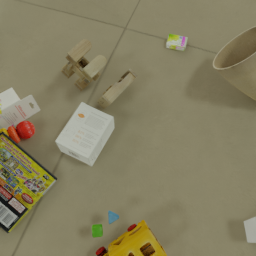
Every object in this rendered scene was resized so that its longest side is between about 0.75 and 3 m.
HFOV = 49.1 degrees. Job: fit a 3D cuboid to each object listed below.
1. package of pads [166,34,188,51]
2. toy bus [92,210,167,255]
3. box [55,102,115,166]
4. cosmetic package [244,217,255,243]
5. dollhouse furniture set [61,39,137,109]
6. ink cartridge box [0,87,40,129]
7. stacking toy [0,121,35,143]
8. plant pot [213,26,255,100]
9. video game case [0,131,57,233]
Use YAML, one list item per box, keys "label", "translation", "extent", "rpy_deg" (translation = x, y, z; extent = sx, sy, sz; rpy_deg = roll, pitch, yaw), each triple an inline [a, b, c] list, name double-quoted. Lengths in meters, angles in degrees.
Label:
- label: "package of pads"
  translation: [2.317, -4.065, 13.334]
  extent: [0.925, 0.316, 0.715]
  rpy_deg: [14, 64, 7]
- label: "toy bus"
  translation: [-0.073, 3.987, 8.468]
  extent: [2.373, 1.300, 2.515]
  rpy_deg: [9, 84, -2]
- label: "box"
  translation: [-1.595, 0.238, 10.847]
  extent: [1.461, 1.020, 1.919]
  rpy_deg: [25, 67, 12]
- label: "cosmetic package"
  translation: [5.140, 3.375, 9.309]
  extent: [2.111, 1.071, 0.752]
  rpy_deg: [-1, 64, -1]
- label: "dollhouse furniture set"
  translation: [-1.206, -2.349, 11.509]
  extent: [2.569, 2.252, 1.707]
  rpy_deg: [45, 72, -9]
- label: "ink cartridge box"
  translation: [-4.826, -0.687, 11.127]
  extent: [2.302, 1.325, 0.781]
  rpy_deg: [-32, 68, -14]
- label: "stacking toy"
  translation: [-4.886, 0.488, 10.784]
  extent: [2.645, 1.129, 1.129]
  rpy_deg: [-24, 66, -16]
- label: "plant pot"
  translation: [5.216, -2.250, 11.203]
  extent: [2.661, 2.493, 2.493]
  rpy_deg: [45, 68, -20]
- label: "video game case"
  translation: [-4.359, 1.881, 9.987]
  extent: [2.689, 0.343, 2.430]
  rpy_deg: [41, 70, -2]
